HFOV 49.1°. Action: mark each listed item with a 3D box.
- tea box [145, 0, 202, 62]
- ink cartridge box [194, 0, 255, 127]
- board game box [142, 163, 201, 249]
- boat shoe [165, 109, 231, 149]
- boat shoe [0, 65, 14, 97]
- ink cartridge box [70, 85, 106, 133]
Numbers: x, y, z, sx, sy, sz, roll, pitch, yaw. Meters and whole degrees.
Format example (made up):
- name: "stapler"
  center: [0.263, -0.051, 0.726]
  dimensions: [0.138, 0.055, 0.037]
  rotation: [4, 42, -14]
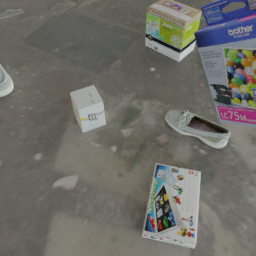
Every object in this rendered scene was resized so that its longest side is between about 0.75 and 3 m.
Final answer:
- name: "tea box"
  center: [1.667, -3.769, 10.693]
  dimensions: [1.704, 1.676, 1.138]
  rotation: [33, 58, 25]
- name: "ink cartridge box"
  center: [1.830, -1.026, 4.602]
  dimensions: [0.451, 2.150, 1.283]
  rotation: [-29, 21, -23]
- name: "board game box"
  center: [1.102, 1.814, 6.835]
  dimensions: [1.200, 0.329, 1.901]
  rotation: [10, 50, 8]
- name: "boat shoe"
  center: [2.027, -0.100, 8.261]
  dimensions: [1.982, 0.636, 0.731]
  rotation: [31, 56, 24]
- name: "boat shoe"
  center: [-5.039, -2.184, 9.744]
  dimensions: [1.047, 1.069, 3.000]
  rotation: [-33, 57, -25]
- name: "ink cartridge box"
  center: [-1.190, -0.573, 8.375]
  dimensions: [0.776, 1.073, 0.779]
  rotation: [-20, 53, -16]
